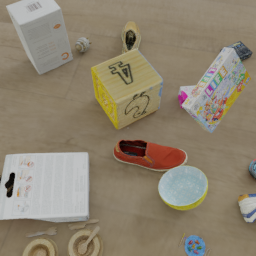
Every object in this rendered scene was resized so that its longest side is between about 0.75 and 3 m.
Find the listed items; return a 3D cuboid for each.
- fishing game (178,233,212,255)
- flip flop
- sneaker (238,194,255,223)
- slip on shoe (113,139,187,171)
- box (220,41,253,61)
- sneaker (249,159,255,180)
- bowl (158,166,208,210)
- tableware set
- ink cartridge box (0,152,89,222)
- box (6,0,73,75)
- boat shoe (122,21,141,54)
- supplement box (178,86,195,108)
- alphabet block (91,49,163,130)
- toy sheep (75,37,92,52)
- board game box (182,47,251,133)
[{"bbox_3d":[2.230,3.922,9.270,1.010,0.157,0.724,29,66,16],"label":"fishing game"},{"bbox_3d":[-4.315,1.929,10.116,1.010,0.717,2.491,47,47,-18],"label":"flip flop"},{"bbox_3d":[5.036,2.745,9.681,2.351,0.885,1.036,-6,73,2],"label":"sneaker"},{"bbox_3d":[0.842,0.975,10.606,2.842,0.870,1.053,9,58,3],"label":"slip on shoe"},{"bbox_3d":[5.271,-3.670,13.682,1.221,0.312,0.963,-26,64,-14],"label":"box"},{"bbox_3d":[5.423,1.168,10.401,2.100,1.003,0.833,-27,63,-15],"label":"sneaker"},{"bbox_3d":[1.970,2.227,9.718,1.671,0.899,1.671,-14,38,12],"label":"bowl"},{"bbox_3d":[-2.124,3.978,9.006,2.644,0.530,1.747,-9,60,-6],"label":"tableware set"},{"bbox_3d":[-2.869,2.072,9.881,2.976,0.703,2.382,-1,58,-6],"label":"ink cartridge box"},{"bbox_3d":[-3.778,-4.107,12.417,1.814,2.917,1.422,-30,64,-17],"label":"box"},{"bbox_3d":[0.168,-4.451,13.726,0.969,1.029,2.703,0,59,0],"label":"boat shoe"},{"bbox_3d":[2.931,-1.365,12.081,1.385,0.716,0.701,-4,60,-4],"label":"supplement box"},{"bbox_3d":[-0.053,-1.573,11.438,2.116,2.067,2.078,-28,61,-15],"label":"alphabet block"},{"bbox_3d":[-2.186,-4.102,13.726,0.736,0.736,1.068,29,50,16],"label":"toy sheep"},{"bbox_3d":[2.690,-1.093,8.397,2.136,1.436,0.366,-54,38,-2],"label":"board game box"}]
